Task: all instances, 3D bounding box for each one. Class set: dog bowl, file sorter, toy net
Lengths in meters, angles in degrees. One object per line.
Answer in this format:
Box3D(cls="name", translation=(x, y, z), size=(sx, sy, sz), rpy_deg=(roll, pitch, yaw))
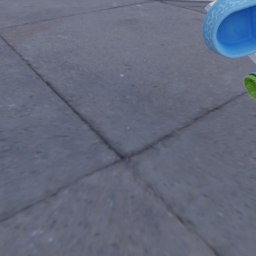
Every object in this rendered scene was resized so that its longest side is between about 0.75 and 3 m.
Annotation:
Box3D(cls="dog bowl", translation=(2.205, -1.763, 4.668), size=(1.840, 1.025, 0.456), rpy_deg=(-15, 33, 12))
Box3D(cls="file sorter", translation=(3.568, -2.804, 7.100), size=(2.515, 1.566, 1.745), rpy_deg=(47, 41, -1))
Box3D(cls="toy net", translation=(2.826, -0.835, 4.966), size=(0.439, 2.271, 1.192), rpy_deg=(-31, 77, 0))
